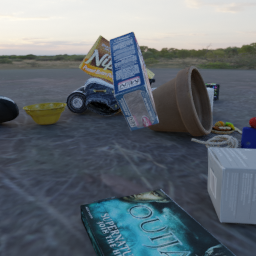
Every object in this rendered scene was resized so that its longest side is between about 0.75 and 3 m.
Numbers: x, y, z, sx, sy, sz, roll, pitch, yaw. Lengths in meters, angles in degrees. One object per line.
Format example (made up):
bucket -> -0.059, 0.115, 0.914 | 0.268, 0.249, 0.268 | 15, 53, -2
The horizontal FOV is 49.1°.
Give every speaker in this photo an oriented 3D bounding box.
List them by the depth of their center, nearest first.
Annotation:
speaker -> -1.964, -1.247, 12.006 | 0.921, 0.921, 2.268 | 0, 14, 1

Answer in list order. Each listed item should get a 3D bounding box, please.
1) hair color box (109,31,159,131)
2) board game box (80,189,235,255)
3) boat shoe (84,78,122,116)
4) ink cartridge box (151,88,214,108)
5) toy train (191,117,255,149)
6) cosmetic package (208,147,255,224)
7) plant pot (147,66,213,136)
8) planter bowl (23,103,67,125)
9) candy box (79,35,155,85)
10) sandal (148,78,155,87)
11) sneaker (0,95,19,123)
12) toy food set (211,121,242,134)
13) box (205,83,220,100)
hair color box -> 0.104, -1.135, 6.416 | 0.673, 1.112, 2.224 | -17, 45, 10
board game box -> 0.284, 1.352, 3.347 | 1.311, 0.273, 1.939 | -6, 16, -21
boat shoe -> -0.403, -0.954, 11.089 | 2.815, 0.996, 1.278 | 14, 47, -23
ink cartridge box -> 1.899, -1.065, 11.052 | 2.399, 1.005, 1.731 | -10, 18, -32
toy train -> 2.816, 0.295, 6.120 | 2.523, 1.068, 1.460 | 7, 6, 26
cosmetic package -> 2.292, 0.835, 4.145 | 2.030, 0.915, 1.084 | -2, 11, 5
plant pot -> 1.369, -0.651, 8.307 | 1.733, 1.987, 1.987 | -11, 8, 29
planter bowl -> -2.801, -0.469, 9.595 | 1.441, 0.600, 1.441 | -3, 15, 1
candy box -> -0.500, -2.519, 12.458 | 2.934, 1.694, 0.811 | 34, 3, -7
sandal -> 0.682, -1.670, 10.682 | 0.567, 0.361, 1.507 | 9, 16, 25
sneaker -> -5.015, -0.349, 9.005 | 2.814, 1.066, 1.232 | 1, 35, 0
toy food set -> 2.861, -0.025, 8.644 | 1.199, 0.241, 0.828 | 0, 15, -2
box -> 3.945, -1.899, 14.634 | 1.321, 0.821, 0.981 | -6, 16, -19
